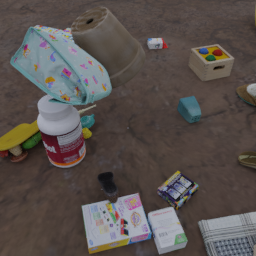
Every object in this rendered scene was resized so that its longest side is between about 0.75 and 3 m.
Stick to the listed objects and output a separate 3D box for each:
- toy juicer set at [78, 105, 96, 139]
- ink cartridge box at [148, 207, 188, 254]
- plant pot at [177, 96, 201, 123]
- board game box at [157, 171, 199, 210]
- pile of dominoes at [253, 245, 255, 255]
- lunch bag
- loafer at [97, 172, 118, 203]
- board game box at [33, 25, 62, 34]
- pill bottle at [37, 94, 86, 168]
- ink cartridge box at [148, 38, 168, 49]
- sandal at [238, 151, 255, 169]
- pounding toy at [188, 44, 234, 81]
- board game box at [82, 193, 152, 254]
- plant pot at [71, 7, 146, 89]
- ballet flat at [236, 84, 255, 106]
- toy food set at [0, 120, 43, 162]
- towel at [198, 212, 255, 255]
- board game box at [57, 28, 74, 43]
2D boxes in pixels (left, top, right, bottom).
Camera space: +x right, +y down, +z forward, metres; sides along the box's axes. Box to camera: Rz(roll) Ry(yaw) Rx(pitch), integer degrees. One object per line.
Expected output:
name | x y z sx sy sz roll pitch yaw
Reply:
toy juicer set | -1.807 -0.195 11.048 1.030 0.440 1.618 -8 45 18
ink cartridge box | 1.074 2.837 7.816 0.772 0.465 1.062 -11 46 -12
plant pot | 2.534 -0.698 11.374 0.663 0.664 0.939 -13 52 -13
board game box | 1.573 1.952 8.856 1.042 0.295 0.861 -34 51 -30
pile of dominoes | 4.228 3.432 7.053 2.081 0.331 1.622 34 52 31
lunch bag | -1.612 -1.485 7.674 2.279 1.390 1.942 41 18 3
loafer | -0.631 1.848 8.712 0.536 0.521 1.468 -10 21 -8
board game box | -4.539 -5.063 15.683 1.673 0.877 0.862 17 47 16
pill bottle | -2.196 0.084 9.256 1.345 2.381 1.345 -1 42 1
ink cartridge box | 1.674 -4.752 15.732 1.059 0.356 0.615 -5 45 -6
sandal | 4.782 1.333 9.372 2.097 0.566 0.842 13 41 34
pounding toy | 4.182 -3.636 14.028 2.159 1.124 2.457 -13 46 -13
board game box | -0.361 2.691 8.039 1.754 0.354 1.342 -10 45 -10
plant pot | -0.814 -2.762 9.360 2.302 1.997 2.302 -14 50 18
ballet flat | 5.685 -1.232 11.574 0.976 1.041 2.879 -25 48 -9
toy food set | -3.855 0.575 10.034 1.471 0.817 2.501 5 36 41
towel | 3.314 3.345 7.328 2.390 0.413 2.301 -4 44 -5
board game box | -3.333 -3.729 13.955 1.383 1.359 2.638 26 50 24
